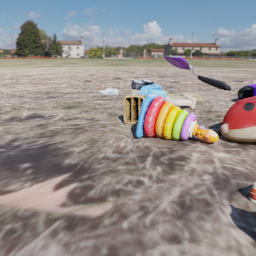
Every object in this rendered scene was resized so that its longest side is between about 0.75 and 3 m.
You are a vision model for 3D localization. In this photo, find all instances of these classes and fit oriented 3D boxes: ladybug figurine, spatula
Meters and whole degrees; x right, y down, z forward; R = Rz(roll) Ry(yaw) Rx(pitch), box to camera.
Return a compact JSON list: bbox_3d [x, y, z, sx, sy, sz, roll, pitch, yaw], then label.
[{"bbox_3d":[3.803,-0.358,7.566,2.856,1.027,1.938,-12,11,-15],"label":"ladybug figurine"},{"bbox_3d":[1.729,-1.374,7.022,0.657,0.239,2.323,29,13,-39],"label":"spatula"}]

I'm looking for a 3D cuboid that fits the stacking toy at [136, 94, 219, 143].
[{"bbox_3d":[1.367,-0.080,7.458,2.130,1.169,1.236,20,19,23],"label":"stacking toy"}]

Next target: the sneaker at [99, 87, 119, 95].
[{"bbox_3d":[-1.074,-2.124,15.899,1.111,0.393,0.406,2,15,8],"label":"sneaker"}]

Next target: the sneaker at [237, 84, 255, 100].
[{"bbox_3d":[5.667,-1.463,12.609,1.423,0.995,2.862,1,10,26],"label":"sneaker"}]

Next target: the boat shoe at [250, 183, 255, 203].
[{"bbox_3d":[2.349,0.966,4.611,0.954,0.299,0.340,-8,15,-32],"label":"boat shoe"}]

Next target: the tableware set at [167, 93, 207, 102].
[{"bbox_3d":[2.756,-1.518,13.950,1.843,0.256,2.206,-1,14,-10],"label":"tableware set"}]

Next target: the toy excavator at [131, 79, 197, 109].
[{"bbox_3d":[1.434,-1.190,11.619,2.277,1.138,2.214,25,25,28],"label":"toy excavator"}]

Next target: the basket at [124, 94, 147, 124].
[{"bbox_3d":[0.301,-0.609,9.230,0.672,0.941,0.701,9,15,29],"label":"basket"}]
